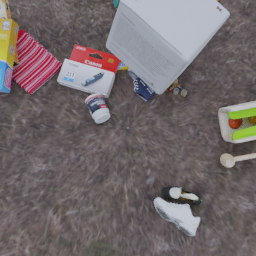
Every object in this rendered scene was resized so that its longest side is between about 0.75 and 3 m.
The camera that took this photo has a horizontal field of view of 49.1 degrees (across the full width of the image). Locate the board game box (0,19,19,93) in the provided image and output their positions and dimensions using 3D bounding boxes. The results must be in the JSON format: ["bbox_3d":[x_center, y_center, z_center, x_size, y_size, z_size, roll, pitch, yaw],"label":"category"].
[{"bbox_3d":[-4.787,-2.461,9.445,1.836,0.484,2.400,4,84,6],"label":"board game box"}]

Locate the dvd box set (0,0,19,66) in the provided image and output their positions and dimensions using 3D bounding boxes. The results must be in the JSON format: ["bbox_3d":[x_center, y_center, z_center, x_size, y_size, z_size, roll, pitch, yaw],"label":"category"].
[{"bbox_3d":[-5.037,-3.277,10.018,1.879,0.378,2.569,-14,82,4],"label":"dvd box set"}]

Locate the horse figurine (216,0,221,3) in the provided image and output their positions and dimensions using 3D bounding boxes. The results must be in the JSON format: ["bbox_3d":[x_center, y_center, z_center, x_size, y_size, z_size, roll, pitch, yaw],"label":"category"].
[{"bbox_3d":[2.961,-4.769,10.868,1.096,0.413,1.654,23,65,2],"label":"horse figurine"}]

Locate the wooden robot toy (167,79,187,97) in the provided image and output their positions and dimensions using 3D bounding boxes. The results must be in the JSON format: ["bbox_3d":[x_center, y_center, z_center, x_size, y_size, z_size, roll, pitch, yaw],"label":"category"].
[{"bbox_3d":[1.593,-1.515,9.699,0.471,0.485,1.070,-40,75,-13],"label":"wooden robot toy"}]

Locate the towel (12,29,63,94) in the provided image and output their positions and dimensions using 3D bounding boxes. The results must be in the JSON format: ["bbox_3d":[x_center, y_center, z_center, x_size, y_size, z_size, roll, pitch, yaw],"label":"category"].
[{"bbox_3d":[-3.681,-2.448,10.153,2.283,0.257,1.651,41,76,13],"label":"towel"}]

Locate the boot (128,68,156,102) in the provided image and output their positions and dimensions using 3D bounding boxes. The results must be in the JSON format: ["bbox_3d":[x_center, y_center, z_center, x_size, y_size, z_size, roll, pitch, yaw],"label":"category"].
[{"bbox_3d":[0.373,-1.522,9.696,1.322,0.481,0.597,41,71,12],"label":"boot"}]

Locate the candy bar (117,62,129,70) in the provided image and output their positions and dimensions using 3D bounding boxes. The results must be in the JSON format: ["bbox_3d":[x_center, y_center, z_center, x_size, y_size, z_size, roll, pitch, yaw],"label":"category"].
[{"bbox_3d":[-0.468,-2.254,10.125,1.626,0.180,0.405,-1,71,1],"label":"candy bar"}]

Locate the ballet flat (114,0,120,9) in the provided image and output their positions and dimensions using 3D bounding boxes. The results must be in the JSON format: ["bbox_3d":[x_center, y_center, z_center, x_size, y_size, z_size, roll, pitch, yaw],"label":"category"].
[{"bbox_3d":[-0.303,-5.377,11.109,0.561,0.606,1.720,3,71,-26],"label":"ballet flat"}]

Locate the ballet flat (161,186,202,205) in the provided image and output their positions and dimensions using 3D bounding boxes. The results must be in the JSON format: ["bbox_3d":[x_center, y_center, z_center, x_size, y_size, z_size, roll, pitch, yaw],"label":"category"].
[{"bbox_3d":[1.646,2.005,8.482,1.243,0.425,0.423,12,64,4],"label":"ballet flat"}]

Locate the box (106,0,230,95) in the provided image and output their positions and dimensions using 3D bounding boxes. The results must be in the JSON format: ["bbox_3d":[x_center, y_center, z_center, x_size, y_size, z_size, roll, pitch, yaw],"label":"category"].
[{"bbox_3d":[1.124,-2.971,8.602,2.501,2.143,2.489,42,65,0],"label":"box"}]

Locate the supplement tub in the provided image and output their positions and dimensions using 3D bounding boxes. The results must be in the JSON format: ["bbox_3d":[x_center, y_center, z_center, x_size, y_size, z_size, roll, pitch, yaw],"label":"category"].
[{"bbox_3d":[-0.999,-0.657,9.329,0.607,0.607,0.865,-24,73,-8],"label":"supplement tub"}]

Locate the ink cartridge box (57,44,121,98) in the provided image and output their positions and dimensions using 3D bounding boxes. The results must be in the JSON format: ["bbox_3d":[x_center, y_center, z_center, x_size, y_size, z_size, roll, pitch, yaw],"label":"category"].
[{"bbox_3d":[-1.333,-2.079,9.830,1.843,0.412,1.624,17,80,6],"label":"ink cartridge box"}]

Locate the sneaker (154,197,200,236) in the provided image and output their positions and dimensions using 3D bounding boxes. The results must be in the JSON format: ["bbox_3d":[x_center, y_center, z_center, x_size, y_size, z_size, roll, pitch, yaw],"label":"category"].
[{"bbox_3d":[1.465,2.480,8.314,1.489,0.580,0.740,37,63,8],"label":"sneaker"}]

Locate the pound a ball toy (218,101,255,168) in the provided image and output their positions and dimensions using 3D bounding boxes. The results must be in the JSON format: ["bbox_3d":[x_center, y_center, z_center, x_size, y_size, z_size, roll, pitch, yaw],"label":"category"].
[{"bbox_3d":[4.060,0.051,8.962,2.763,1.174,1.802,-12,96,-4],"label":"pound a ball toy"}]
